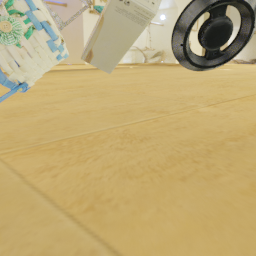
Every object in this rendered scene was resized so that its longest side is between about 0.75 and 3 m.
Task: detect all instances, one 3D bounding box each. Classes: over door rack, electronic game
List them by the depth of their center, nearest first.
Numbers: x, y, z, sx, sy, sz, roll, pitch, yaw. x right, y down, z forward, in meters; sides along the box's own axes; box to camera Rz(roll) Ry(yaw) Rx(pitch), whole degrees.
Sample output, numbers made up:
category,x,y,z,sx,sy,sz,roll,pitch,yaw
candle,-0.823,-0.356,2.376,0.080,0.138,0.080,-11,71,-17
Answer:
category,x,y,z,sx,sy,sz,roll,pitch,yaw
electronic game,1.995,-2.198,6.430,2.097,2.097,0.436,-4,47,-15
over door rack,-2.273,-3.328,7.889,1.973,0.889,2.670,-39,38,0

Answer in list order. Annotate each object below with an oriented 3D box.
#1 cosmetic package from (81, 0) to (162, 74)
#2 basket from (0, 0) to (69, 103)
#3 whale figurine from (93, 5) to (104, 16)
category,x,y,z,sx,sy,sz,roll,pitch,yaw
cosmetic package,-0.185,-2.563,6.663,0.937,1.386,2.635,25,-26,-16
basket,-1.777,-1.081,3.538,1.716,1.513,1.193,-33,-1,2
whale figurine,-0.531,-3.839,9.864,1.282,0.836,1.612,-19,69,-48
